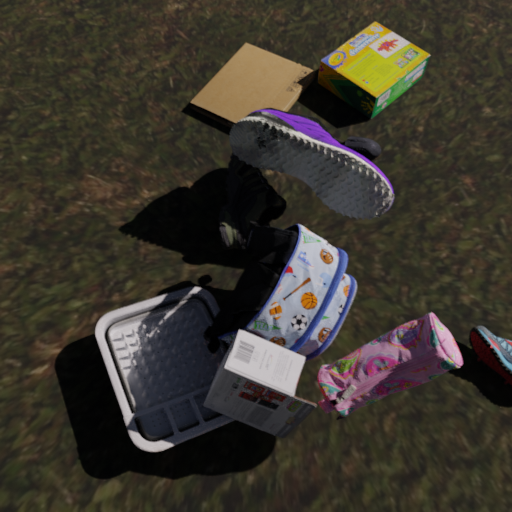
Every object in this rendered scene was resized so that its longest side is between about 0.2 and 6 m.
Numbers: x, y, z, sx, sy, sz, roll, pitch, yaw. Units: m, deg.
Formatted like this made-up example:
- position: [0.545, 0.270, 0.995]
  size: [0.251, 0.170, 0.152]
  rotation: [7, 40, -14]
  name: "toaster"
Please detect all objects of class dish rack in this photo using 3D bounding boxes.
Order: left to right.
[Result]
- position: [-1.425, 1.971, 9.937]
  size: [2.294, 0.582, 2.673]
  rotation: [-17, 61, -21]
  name: "dish rack"

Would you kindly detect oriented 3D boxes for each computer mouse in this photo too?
- position: [2.036, -2.723, 12.994]
  size: [1.830, 0.311, 0.536]
  rotation: [22, 63, 13]
  name: "computer mouse"

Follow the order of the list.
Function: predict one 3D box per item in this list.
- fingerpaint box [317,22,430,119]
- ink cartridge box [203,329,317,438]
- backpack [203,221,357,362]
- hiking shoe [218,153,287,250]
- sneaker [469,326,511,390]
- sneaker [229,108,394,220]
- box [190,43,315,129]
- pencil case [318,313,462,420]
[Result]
- position: [2.873, -4.592, 13.808]
  size: [1.758, 0.773, 2.108]
  rotation: [41, 67, 20]
  name: "fingerpaint box"
- position: [0.099, 2.063, 8.769]
  size: [1.473, 1.678, 0.704]
  rotation: [24, 53, -2]
  name: "ink cartridge box"
- position: [0.484, 0.662, 9.279]
  size: [1.950, 2.412, 2.532]
  rotation: [24, 75, -6]
  name: "backpack"
- position: [0.001, -1.259, 11.789]
  size: [1.320, 0.993, 2.622]
  rotation: [7, 68, 2]
  name: "hiking shoe"
- position: [4.603, 1.831, 10.234]
  size: [0.747, 0.620, 1.564]
  rotation: [-36, 75, -25]
  name: "sneaker"
- position: [1.243, -1.997, 10.839]
  size: [3.292, 1.144, 1.637]
  rotation: [29, 37, 2]
  name: "sneaker"
- position: [-0.065, -4.101, 13.815]
  size: [2.087, 0.272, 2.553]
  rotation: [28, 64, 16]
  name: "box"
- position: [1.882, 1.636, 8.170]
  size: [2.091, 0.914, 0.914]
  rotation: [-31, 59, 21]
  name: "pencil case"
